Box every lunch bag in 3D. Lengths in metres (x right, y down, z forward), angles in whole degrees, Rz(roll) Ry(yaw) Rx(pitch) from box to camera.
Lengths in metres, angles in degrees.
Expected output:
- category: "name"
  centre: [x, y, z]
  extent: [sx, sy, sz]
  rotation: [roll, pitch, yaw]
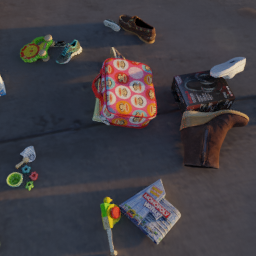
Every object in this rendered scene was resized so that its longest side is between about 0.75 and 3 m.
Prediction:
- category: "lunch bag"
  centre: [-0.219, -1.487, 11.571]
  extent: [2.554, 1.188, 2.899]
  rotation: [6, 62, -17]

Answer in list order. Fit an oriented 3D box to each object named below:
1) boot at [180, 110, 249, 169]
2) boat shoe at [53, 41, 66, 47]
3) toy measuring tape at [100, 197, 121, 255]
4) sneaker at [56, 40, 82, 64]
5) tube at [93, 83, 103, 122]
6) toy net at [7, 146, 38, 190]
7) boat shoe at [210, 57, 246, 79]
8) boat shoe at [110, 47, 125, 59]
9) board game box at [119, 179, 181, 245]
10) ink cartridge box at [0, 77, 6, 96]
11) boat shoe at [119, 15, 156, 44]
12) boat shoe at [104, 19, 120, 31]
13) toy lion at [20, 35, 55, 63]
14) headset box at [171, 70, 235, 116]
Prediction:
- category: "boot"
  centre: [3.448, 0.487, 11.053]
  extent: [2.789, 1.009, 2.320]
  rotation: [2, 69, 0]
- category: "boat shoe"
  centre: [-3.636, -4.390, 14.490]
  extent: [0.820, 0.277, 0.295]
  rotation: [2, 59, 4]
- category: "toy measuring tape"
  centre: [-0.475, 3.216, 9.344]
  extent: [0.673, 0.673, 1.830]
  rotation: [-12, 74, -8]
- category: "sneaker"
  centre: [-2.983, -3.806, 13.830]
  extent: [0.614, 0.722, 1.584]
  rotation: [33, 63, 20]
- category: "tube"
  centre: [-1.003, -1.338, 12.269]
  extent: [0.762, 0.682, 2.626]
  rotation: [-12, 57, 17]
- category: "toy net"
  centre: [-3.833, 1.422, 10.590]
  extent: [0.954, 0.351, 1.819]
  rotation: [5, 56, 3]
- category: "boat shoe"
  centre: [4.278, -2.411, 11.836]
  extent: [2.022, 0.661, 0.744]
  rotation: [-24, 31, -24]
- category: "boat shoe"
  centre: [-0.400, -3.209, 13.524]
  extent: [0.588, 0.653, 1.816]
  rotation: [-9, 53, -20]
- category: "board game box"
  centre: [0.900, 2.703, 9.632]
  extent: [1.722, 0.531, 1.721]
  rotation: [37, 64, 22]
- category: "ink cartridge box"
  centre: [-6.171, -1.857, 12.490]
  extent: [1.084, 0.798, 0.784]
  rotation: [-18, 59, -11]
- category: "boat shoe"
  centre: [0.488, -5.473, 14.848]
  extent: [2.540, 0.893, 0.894]
  rotation: [38, 65, 23]
- category: "boat shoe"
  centre: [-0.812, -5.649, 15.247]
  extent: [1.126, 0.398, 0.359]
  rotation: [35, 65, 23]
- category: "toy lion"
  centre: [-4.619, -3.951, 14.057]
  extent: [1.490, 0.534, 1.554]
  rotation: [5, 64, 12]
- category: "headset box"
  centre: [3.090, -1.504, 12.188]
  extent: [2.385, 0.921, 1.775]
  rotation: [-9, 57, -8]
